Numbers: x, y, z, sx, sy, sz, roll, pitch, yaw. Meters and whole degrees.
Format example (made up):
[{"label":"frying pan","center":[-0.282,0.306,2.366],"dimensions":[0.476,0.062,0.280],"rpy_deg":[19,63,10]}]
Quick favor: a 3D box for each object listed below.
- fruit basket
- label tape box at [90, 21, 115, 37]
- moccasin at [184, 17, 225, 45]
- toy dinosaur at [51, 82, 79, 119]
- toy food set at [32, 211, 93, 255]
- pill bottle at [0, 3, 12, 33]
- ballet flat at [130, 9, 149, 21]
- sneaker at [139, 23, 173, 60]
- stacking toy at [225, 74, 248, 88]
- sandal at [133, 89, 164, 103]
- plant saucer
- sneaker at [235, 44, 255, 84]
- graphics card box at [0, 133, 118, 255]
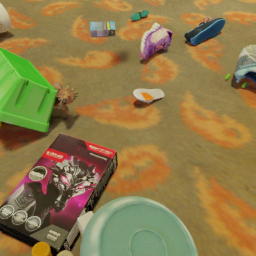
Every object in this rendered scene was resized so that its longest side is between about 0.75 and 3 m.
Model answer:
[{"label":"fruit basket","center":[-3.635,-0.673,7.895],"dimensions":[2.816,2.031,2.816],"rpy_deg":[-11,71,34]},{"label":"label tape box","center":[-1.098,-4.301,12.162],"dimensions":[1.076,0.356,0.771],"rpy_deg":[-2,46,-5]},{"label":"moccasin","center":[3.225,-4.199,11.721],"dimensions":[2.076,0.835,0.708],"rpy_deg":[-29,52,-27]},{"label":"toy dinosaur","center":[-2.016,-0.979,8.163],"dimensions":[0.703,1.110,1.638],"rpy_deg":[-8,46,-43]},{"label":"toy food set","center":[-0.788,2.309,5.386],"dimensions":[1.856,0.835,0.886],"rpy_deg":[-23,50,-29]},{"label":"pill bottle","center":[-6.098,-4.125,11.243],"dimensions":[2.442,1.389,1.389],"rpy_deg":[-35,55,-30]},{"label":"ballet flat","center":[0.487,-5.277,13.175],"dimensions":[1.092,0.405,0.405],"rpy_deg":[-26,51,-26]},{"label":"sneaker","center":[1.138,-3.332,10.891],"dimensions":[0.978,0.889,2.211],"rpy_deg":[22,48,11]},{"label":"stacking toy","center":[3.959,-1.769,9.770],"dimensions":[0.976,0.229,0.736],"rpy_deg":[-36,54,-28]},{"label":"sandal","center":[0.648,-0.983,8.928],"dimensions":[1.198,0.343,0.459],"rpy_deg":[-6,61,-35]},{"label":"plant saucer","center":[0.324,2.276,5.142],"dimensions":[2.375,0.325,2.375],"rpy_deg":[13,45,-14]},{"label":"sneaker","center":[4.860,-1.530,9.132],"dimensions":[2.886,1.120,1.246],"rpy_deg":[28,80,15]},{"label":"graphics card box","center":[-1.489,1.363,6.343],"dimensions":[1.651,0.669,2.632],"rpy_deg":[18,49,16]}]
